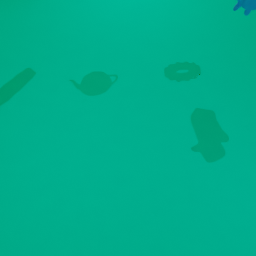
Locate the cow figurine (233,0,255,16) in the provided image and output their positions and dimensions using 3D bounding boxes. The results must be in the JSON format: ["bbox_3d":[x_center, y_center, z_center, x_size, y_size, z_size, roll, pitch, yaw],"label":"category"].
[{"bbox_3d":[2.400,-3.137,5.336,0.887,1.590,1.616,4,45,-30],"label":"cow figurine"}]
